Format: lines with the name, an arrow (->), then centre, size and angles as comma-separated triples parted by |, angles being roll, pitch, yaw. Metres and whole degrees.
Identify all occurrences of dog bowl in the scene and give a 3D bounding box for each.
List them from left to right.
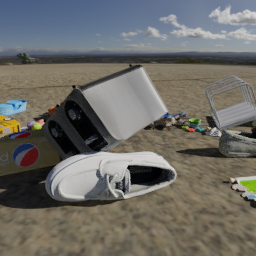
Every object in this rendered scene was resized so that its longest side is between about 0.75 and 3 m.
dog bowl -> -5.919, -1.007, 14.009 | 1.062, 0.472, 1.905 | 8, 19, 24

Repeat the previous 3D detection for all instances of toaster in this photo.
toaster -> -0.569, -0.316, 7.414 | 2.712, 1.609, 2.452 | -31, -1, -43

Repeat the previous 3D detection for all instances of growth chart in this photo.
growth chart -> 3.270, 1.491, 6.322 | 1.316, 0.161, 1.819 | -6, 17, -16

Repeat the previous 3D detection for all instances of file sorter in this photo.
file sorter -> 4.301, -1.153, 11.851 | 1.695, 1.521, 2.443 | -20, 13, 14

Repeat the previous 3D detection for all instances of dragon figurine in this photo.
dragon figurine -> 1.358, -0.373, 11.596 | 2.220, 0.653, 1.104 | 4, 18, 12

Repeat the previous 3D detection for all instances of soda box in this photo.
soda box -> -3.326, 0.689, 7.592 | 2.752, 0.932, 0.881 | -9, 19, -28

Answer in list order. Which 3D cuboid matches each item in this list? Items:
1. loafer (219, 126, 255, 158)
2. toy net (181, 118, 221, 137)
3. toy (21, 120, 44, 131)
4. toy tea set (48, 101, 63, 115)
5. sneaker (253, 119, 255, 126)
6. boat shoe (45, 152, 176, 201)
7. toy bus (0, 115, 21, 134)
loafer -> 4.081, 0.390, 8.663 | 2.529, 0.882, 0.884 | -2, 17, -8
toy net -> 2.903, -0.004, 10.945 | 0.879, 0.324, 1.676 | -11, 20, -31
toy -> -3.403, -0.063, 10.929 | 1.910, 0.451, 1.100 | 1, 16, 3
toy tea set -> -2.982, -0.853, 13.300 | 1.831, 0.677, 1.089 | -35, -1, -34
sneaker -> 5.850, -0.631, 12.196 | 0.719, 0.797, 1.944 | 9, 19, 22
boat shoe -> -0.269, 1.062, 6.153 | 2.910, 1.071, 0.951 | -10, 16, -26
toy bus -> -4.679, 0.069, 9.804 | 2.641, 0.860, 1.034 | 14, 24, 38
